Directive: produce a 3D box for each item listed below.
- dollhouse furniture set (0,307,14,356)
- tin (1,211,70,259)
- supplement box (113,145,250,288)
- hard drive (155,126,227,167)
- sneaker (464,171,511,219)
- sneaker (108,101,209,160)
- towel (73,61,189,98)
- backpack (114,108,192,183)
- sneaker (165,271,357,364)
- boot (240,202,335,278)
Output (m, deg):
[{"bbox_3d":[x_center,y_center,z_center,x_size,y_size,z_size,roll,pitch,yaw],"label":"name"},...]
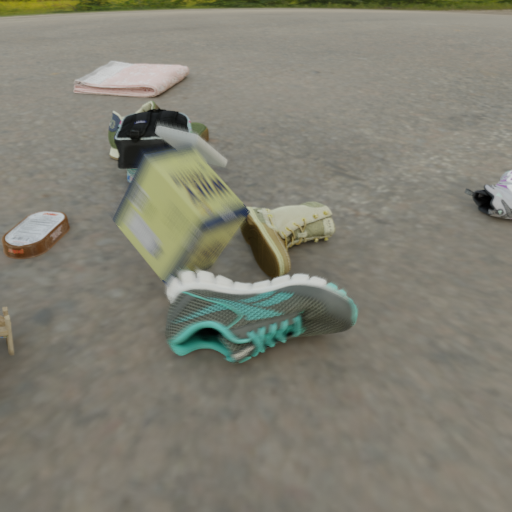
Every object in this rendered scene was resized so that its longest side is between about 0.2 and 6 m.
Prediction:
[{"bbox_3d":[-4.099,1.449,7.681,1.445,1.024,1.574,-7,11,-26],"label":"dollhouse furniture set"},{"bbox_3d":[-4.451,-0.466,11.375,0.926,0.346,1.655,9,31,7],"label":"tin"},{"bbox_3d":[-1.236,-0.641,9.009,1.542,1.544,1.036,49,40,13],"label":"supplement box"},{"bbox_3d":[-1.153,-1.971,10.184,0.852,0.172,1.291,17,-4,22],"label":"hard drive"},{"bbox_3d":[5.357,-1.440,12.597,1.330,0.739,1.902,5,30,7],"label":"sneaker"},{"bbox_3d":[-2.701,-3.669,15.768,3.083,1.384,1.034,-19,35,-29],"label":"sneaker"},{"bbox_3d":[-4.938,-7.192,22.609,3.582,0.604,3.750,7,32,11],"label":"towel"},{"bbox_3d":[-2.503,-2.815,14.048,1.921,1.629,2.163,-3,38,-6],"label":"backpack"},{"bbox_3d":[0.002,1.041,8.235,2.912,1.130,1.328,0,45,12],"label":"sneaker"},{"bbox_3d":[0.744,-0.410,10.801,1.743,0.812,2.253,-7,30,-14],"label":"boot"}]
